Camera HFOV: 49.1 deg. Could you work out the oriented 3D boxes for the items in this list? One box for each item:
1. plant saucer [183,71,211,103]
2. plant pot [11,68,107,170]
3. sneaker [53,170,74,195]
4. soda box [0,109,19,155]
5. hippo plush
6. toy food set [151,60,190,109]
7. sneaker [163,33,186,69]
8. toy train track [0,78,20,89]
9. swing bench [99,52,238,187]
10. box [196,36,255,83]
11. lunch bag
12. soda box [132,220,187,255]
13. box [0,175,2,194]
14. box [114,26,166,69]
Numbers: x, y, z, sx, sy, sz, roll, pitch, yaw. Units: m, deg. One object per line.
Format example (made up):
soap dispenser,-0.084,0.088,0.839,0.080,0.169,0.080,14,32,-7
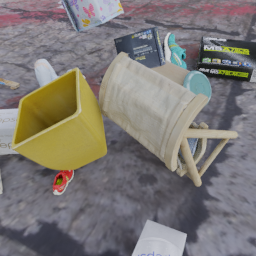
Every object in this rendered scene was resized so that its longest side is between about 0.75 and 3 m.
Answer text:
plant saucer,2.441,-1.358,9.648,1.304,1.304,0.179,-29,9,-31
plant pot,-1.442,0.023,6.927,1.778,1.830,1.789,-26,42,12
sneaker,-1.626,1.225,7.050,0.369,0.406,0.957,5,39,6
soda box,-3.784,0.115,7.949,2.903,0.989,0.924,-3,39,-4
hippo plush,-2.266,-1.597,9.613,1.572,1.558,1.956,-12,40,-14
toy food set,1.269,-1.512,10.287,1.848,0.778,2.576,-37,50,-22
sneaker,1.994,-3.214,12.164,1.001,0.974,2.513,2,50,1
toy train track,-5.264,-1.805,10.872,2.248,0.366,1.289,15,34,10
swing bench,0.811,-0.175,6.777,2.574,2.588,1.679,39,96,39
box,4.513,-2.997,12.010,2.957,0.703,2.856,10,43,12
lunch bag,-1.247,-3.545,7.733,1.803,1.529,1.146,8,40,46
soda box,0.231,2.889,4.640,0.811,0.873,2.557,16,41,18
box,-4.283,1.019,6.499,2.204,1.409,1.201,-16,42,-18
box,0.343,-2.308,8.451,1.424,1.123,0.363,-3,20,35
